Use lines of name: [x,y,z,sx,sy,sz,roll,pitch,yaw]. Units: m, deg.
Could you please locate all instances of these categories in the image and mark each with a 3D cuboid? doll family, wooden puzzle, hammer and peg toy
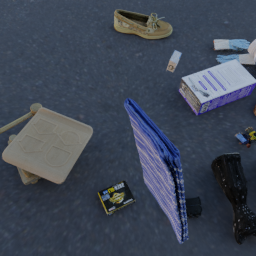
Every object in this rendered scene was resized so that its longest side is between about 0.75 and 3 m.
doll family: [4.464,0.364,10.308,1.131,0.444,0.654,-27,64,-12]
wooden puzzle: [-2.543,0.562,9.203,2.109,0.527,2.277,21,53,5]
hammer and peg toy: [-3.210,0.515,9.873,1.975,0.947,2.685,-27,59,-15]

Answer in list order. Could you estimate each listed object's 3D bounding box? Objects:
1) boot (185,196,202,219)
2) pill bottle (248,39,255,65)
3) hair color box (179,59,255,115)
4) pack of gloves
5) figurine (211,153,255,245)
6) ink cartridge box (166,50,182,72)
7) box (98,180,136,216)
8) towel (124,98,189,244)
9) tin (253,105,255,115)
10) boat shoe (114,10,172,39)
boot: [1.830,2.315,8.934,0.932,0.421,1.138,-3,63,1]
pill bottle: [6.205,-2.938,12.013,1.243,1.243,2.079,-21,62,-14]
hair color box: [3.634,-1.696,11.446,2.694,0.873,1.473,-20,58,-15]
pack of gloves: [4.925,-3.479,13.101,1.736,0.343,1.458,0,66,4]
figurine: [4.271,2.109,8.798,2.697,1.161,2.632,-5,63,-4]
ink cartridge box: [1.543,-2.210,9.473,0.260,0.767,0.445,27,75,5]
box: [-0.370,2.252,9.088,0.998,0.246,0.797,-22,57,-14]
towel: [0.603,0.986,6.221,0.354,2.968,2.149,-23,40,-11]
tin: [5.456,-0.835,11.251,0.608,0.227,1.086,27,59,13]
boat shoe: [0.729,-5.125,13.766,2.956,0.927,1.083,9,56,6]
